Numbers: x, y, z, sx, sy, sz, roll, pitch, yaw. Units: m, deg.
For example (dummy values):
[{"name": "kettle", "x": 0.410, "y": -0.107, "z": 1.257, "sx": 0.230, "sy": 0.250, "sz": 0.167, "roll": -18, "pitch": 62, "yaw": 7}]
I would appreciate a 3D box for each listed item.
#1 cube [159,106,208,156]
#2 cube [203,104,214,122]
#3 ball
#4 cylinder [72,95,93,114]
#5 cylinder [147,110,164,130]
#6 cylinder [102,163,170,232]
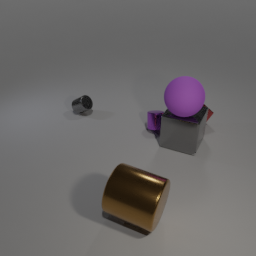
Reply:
[{"name": "cube", "x": 2.125, "y": -0.038, "z": 10.675, "sx": 1.400, "sy": 1.400, "sz": 1.400, "roll": 15, "pitch": 34, "yaw": 22}, {"name": "cube", "x": 2.997, "y": -0.646, "z": 11.770, "sx": 0.700, "sy": 0.700, "sz": 0.700, "roll": 36, "pitch": 6, "yaw": -24}, {"name": "ball", "x": 1.945, "y": -1.081, "z": 9.669, "sx": 1.400, "sy": 1.400, "sz": 1.400, "roll": 0, "pitch": 31, "yaw": 0}, {"name": "cylinder", "x": -2.088, "y": -1.070, "z": 12.777, "sx": 0.700, "sy": 0.700, "sz": 0.700, "roll": -17, "pitch": 17, "yaw": 39}, {"name": "cylinder", "x": 1.145, "y": -0.327, "z": 11.552, "sx": 0.700, "sy": 0.700, "sz": 0.700, "roll": -1, "pitch": 14, "yaw": 0}, {"name": "cylinder", "x": 0.237, "y": 1.795, "z": 7.397, "sx": 1.400, "sy": 1.400, "sz": 1.400, "roll": 17, "pitch": 35, "yaw": 19}]
